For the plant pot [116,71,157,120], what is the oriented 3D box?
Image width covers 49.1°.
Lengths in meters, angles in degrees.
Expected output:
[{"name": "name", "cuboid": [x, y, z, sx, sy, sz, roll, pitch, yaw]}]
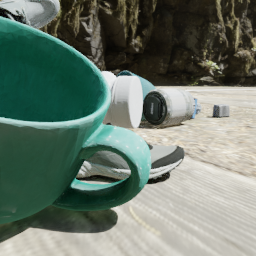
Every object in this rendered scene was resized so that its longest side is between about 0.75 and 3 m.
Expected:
[{"name": "plant pot", "cuboid": [0.346, -0.993, 9.856, 1.562, 1.662, 1.662, 11, 2, -35]}]

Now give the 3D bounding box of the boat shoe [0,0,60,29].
[{"name": "boat shoe", "cuboid": [-2.995, -2.735, 7.164, 2.807, 0.979, 1.000, -25, 43, -18]}]

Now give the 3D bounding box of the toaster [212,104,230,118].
[{"name": "toaster", "cuboid": [3.527, -0.656, 10.666, 0.752, 0.486, 0.427, -4, 10, -20]}]

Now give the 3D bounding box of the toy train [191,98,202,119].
[{"name": "toy train", "cuboid": [1.812, -0.849, 10.663, 1.225, 0.929, 2.144, 0, 8, -36]}]

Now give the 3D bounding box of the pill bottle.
[{"name": "pill bottle", "cuboid": [-1.169, -0.748, 7.827, 2.926, 1.666, 1.666, 3, 11, 16]}]

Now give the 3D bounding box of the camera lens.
[{"name": "camera lens", "cuboid": [1.262, -0.661, 8.818, 1.443, 1.154, 1.154, -8, 13, -40]}]

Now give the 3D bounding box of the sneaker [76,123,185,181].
[{"name": "sneaker", "cuboid": [-0.201, 0.322, 4.303, 2.155, 0.854, 0.797, 2, 9, 2]}]

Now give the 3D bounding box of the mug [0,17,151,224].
[{"name": "mug", "cuboid": [-1.364, 0.070, 3.001, 2.202, 1.657, 2.679, -5, 43, -45]}]
